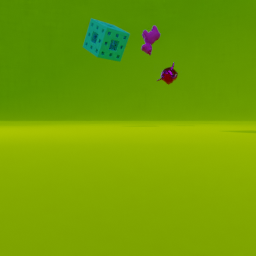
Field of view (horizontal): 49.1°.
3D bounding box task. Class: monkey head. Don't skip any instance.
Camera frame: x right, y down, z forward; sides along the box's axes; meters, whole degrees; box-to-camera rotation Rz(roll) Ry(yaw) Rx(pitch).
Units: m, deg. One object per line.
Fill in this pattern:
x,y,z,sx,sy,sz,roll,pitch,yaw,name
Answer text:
1.707,-2.188,11.498,0.648,1.075,0.773,43,-1,-4,monkey head

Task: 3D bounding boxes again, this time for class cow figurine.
0.897,-3.370,10.877,0.952,0.937,0.522,-27,1,-5,cow figurine

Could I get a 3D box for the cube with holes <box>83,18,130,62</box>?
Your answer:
-0.816,-3.248,10.409,1.084,1.084,1.084,-1,32,-43,cube with holes
